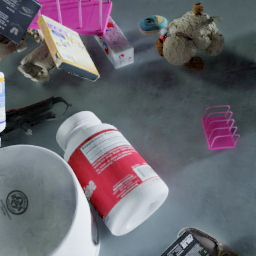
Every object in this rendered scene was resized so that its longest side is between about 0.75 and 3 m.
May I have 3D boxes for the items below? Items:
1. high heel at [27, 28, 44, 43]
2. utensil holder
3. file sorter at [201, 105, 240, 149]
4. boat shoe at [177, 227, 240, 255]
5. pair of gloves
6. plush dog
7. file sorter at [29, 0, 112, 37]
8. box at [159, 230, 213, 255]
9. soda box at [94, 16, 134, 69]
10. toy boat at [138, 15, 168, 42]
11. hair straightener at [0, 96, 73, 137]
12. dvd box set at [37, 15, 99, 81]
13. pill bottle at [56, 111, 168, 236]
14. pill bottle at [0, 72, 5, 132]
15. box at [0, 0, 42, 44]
[{"bbox_3d":[-4.255,-3.702,10.523,1.790,0.897,2.511,-32,68,-2],"label":"high heel"},{"bbox_3d":[-1.834,1.949,5.525,2.395,2.818,2.395,0,56,-1],"label":"utensil holder"},{"bbox_3d":[2.673,-0.041,8.084,0.753,0.679,1.083,-4,57,-2],"label":"file sorter"},{"bbox_3d":[2.140,3.029,6.061,0.873,0.724,2.431,-39,65,-22],"label":"boat shoe"},{"bbox_3d":[-3.672,-2.703,9.942,2.762,0.484,2.349,13,54,4],"label":"pair of gloves"},{"bbox_3d":[2.024,-2.995,9.615,2.213,1.775,1.901,31,86,19],"label":"plush dog"},{"bbox_3d":[-2.111,-4.585,9.382,2.942,1.845,2.045,7,51,1],"label":"file sorter"},{"bbox_3d":[0.871,3.598,4.985,2.671,1.150,2.187,-26,59,-38],"label":"box"},{"bbox_3d":[-0.594,-3.170,10.104,0.745,0.696,2.186,-23,60,-14],"label":"soda box"},{"bbox_3d":[1.090,-3.800,10.540,1.173,0.648,1.395,-23,60,-15],"label":"toy boat"},{"bbox_3d":[-2.926,-0.175,8.345,2.796,0.572,1.076,-20,60,-18],"label":"hair straightener"},{"bbox_3d":[-1.531,-2.042,7.217,0.255,1.267,1.731,-41,62,25],"label":"dvd box set"},{"bbox_3d":[-0.517,0.966,6.867,1.624,1.624,2.894,-33,62,-19],"label":"pill bottle"},{"bbox_3d":[-2.186,-0.263,4.178,0.647,1.155,0.647,4,12,-1],"label":"pill bottle"},{"bbox_3d":[-3.047,-3.006,7.058,1.203,1.183,0.706,-52,39,12],"label":"box"}]
